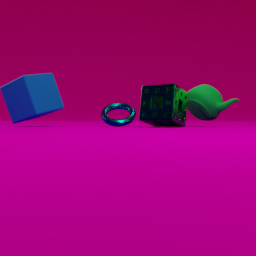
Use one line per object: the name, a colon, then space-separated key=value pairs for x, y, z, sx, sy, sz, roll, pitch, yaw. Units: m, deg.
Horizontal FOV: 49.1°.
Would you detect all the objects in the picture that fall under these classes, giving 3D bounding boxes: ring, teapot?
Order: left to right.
ring: x=-0.313 y=-0.458 z=9.265 sx=1.170 sy=0.234 sz=1.170 roll=-1 pitch=40 yaw=1
teapot: x=2.614 y=-0.887 z=9.239 sx=2.045 sy=1.001 sz=1.272 roll=22 pitch=-27 yaw=50

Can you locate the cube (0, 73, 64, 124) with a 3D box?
cube: x=-3.128 y=-0.988 z=9.221 sx=1.256 sy=1.256 sz=1.256 roll=-15 pitch=5 yaw=32

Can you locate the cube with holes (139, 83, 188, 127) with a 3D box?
cube with holes: x=1.074 y=-0.638 z=8.349 sx=1.047 sy=1.047 sz=1.047 roll=1 pitch=-9 yaw=31
